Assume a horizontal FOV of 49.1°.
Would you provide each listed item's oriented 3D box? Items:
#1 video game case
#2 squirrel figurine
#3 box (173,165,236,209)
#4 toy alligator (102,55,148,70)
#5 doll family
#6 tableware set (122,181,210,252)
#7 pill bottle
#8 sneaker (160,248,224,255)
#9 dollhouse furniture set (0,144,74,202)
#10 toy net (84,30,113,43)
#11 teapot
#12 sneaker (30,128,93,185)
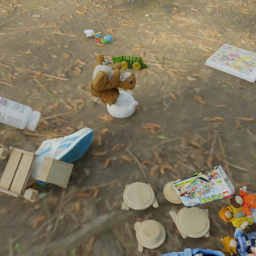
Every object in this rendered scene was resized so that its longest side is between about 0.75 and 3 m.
[{"bbox_3d":[5.296,-3.190,13.433,2.386,0.273,2.171,29,51,26],"label":"video game case"},{"bbox_3d":[-0.533,-1.577,9.975,1.504,1.611,1.140,12,41,-23],"label":"squirrel figurine"},{"bbox_3d":[1.900,1.524,7.111,0.248,1.426,0.785,-32,90,-48],"label":"box"},{"bbox_3d":[-0.177,-3.193,13.245,2.241,0.538,0.743,6,44,5],"label":"toy alligator"},{"bbox_3d":[3.088,2.675,7.220,1.372,0.996,2.210,0,62,-10],"label":"doll family"},{"bbox_3d":[1.030,2.305,7.897,2.375,0.276,1.984,-7,44,-7],"label":"tableware set"},{"bbox_3d":[-3.913,-0.456,9.854,1.463,0.829,0.829,21,41,-20],"label":"pill bottle"},{"bbox_3d":[1.389,3.214,6.590,1.974,0.812,0.730,-5,47,-3],"label":"sneaker"},{"bbox_3d":[-3.167,1.353,8.497,2.541,1.125,1.317,11,76,23],"label":"dollhouse furniture set"},{"bbox_3d":[-1.706,-4.882,15.137,1.740,0.336,0.913,22,51,23],"label":"toy net"},{"bbox_3d":[-0.280,-1.039,10.833,1.202,0.878,1.186,-5,45,-4],"label":"teapot"},{"bbox_3d":[-2.155,0.669,9.047,1.000,0.947,2.475,36,55,24],"label":"sneaker"}]
